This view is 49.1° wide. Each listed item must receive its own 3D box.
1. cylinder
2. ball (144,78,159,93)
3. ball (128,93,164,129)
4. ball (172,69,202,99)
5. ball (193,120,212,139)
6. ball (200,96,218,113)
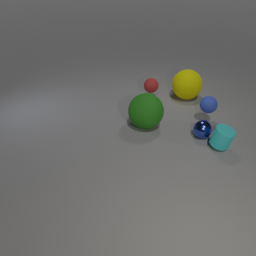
[{"bbox_3d":[3.314,0.326,9.850,0.700,0.700,0.700,9,38,-7],"label":"cylinder"},{"bbox_3d":[1.095,-2.009,13.223,0.700,0.700,0.700,0,31,0],"label":"ball"},{"bbox_3d":[0.704,-0.667,10.976,1.400,1.400,1.400,0,31,0],"label":"ball"},{"bbox_3d":[2.801,-2.062,13.285,1.400,1.400,1.400,0,31,0],"label":"ball"},{"bbox_3d":[2.803,0.051,10.530,0.700,0.700,0.700,0,31,0],"label":"ball"},{"bbox_3d":[3.250,-0.942,11.288,0.700,0.700,0.700,0,31,0],"label":"ball"}]
